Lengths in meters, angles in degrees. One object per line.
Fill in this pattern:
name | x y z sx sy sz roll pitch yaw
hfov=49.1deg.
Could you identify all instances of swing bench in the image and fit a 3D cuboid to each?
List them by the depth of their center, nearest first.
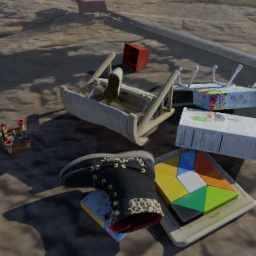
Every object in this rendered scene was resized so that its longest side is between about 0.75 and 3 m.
swing bench | -0.234 -0.944 10.002 2.983 1.946 2.999 24 51 26

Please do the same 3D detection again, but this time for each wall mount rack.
wall mount rack | 3.199 -2.073 11.501 2.896 1.080 2.516 -4 15 -5

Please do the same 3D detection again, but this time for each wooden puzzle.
wooden puzzle | 1.713 1.589 7.935 2.641 0.532 2.854 -19 43 -21

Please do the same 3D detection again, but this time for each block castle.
block castle | -3.825 0.212 9.472 0.814 0.571 1.218 -15 43 -24

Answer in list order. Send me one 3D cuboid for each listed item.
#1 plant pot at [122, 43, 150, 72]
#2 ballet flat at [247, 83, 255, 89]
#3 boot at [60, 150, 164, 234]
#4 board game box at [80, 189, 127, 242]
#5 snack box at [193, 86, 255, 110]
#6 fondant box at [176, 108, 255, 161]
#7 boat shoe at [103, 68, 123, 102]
plant pot | 0.470 -3.541 13.823 0.967 1.097 1.098 -18 42 -37
ballet flat | 5.774 -1.721 11.860 1.912 0.643 0.651 -18 41 -21
boot | -0.442 1.628 7.150 2.627 0.961 1.978 -7 42 -6
board game box | -0.384 2.127 7.464 1.114 0.294 1.456 -32 49 -33
snack box | 3.715 -1.164 10.699 1.980 0.670 1.670 -4 14 -7
fondant box | 3.011 0.132 9.095 2.686 0.782 1.938 11 22 12
boat shoe | -0.426 -1.350 8.895 0.515 1.393 0.462 28 58 -2
